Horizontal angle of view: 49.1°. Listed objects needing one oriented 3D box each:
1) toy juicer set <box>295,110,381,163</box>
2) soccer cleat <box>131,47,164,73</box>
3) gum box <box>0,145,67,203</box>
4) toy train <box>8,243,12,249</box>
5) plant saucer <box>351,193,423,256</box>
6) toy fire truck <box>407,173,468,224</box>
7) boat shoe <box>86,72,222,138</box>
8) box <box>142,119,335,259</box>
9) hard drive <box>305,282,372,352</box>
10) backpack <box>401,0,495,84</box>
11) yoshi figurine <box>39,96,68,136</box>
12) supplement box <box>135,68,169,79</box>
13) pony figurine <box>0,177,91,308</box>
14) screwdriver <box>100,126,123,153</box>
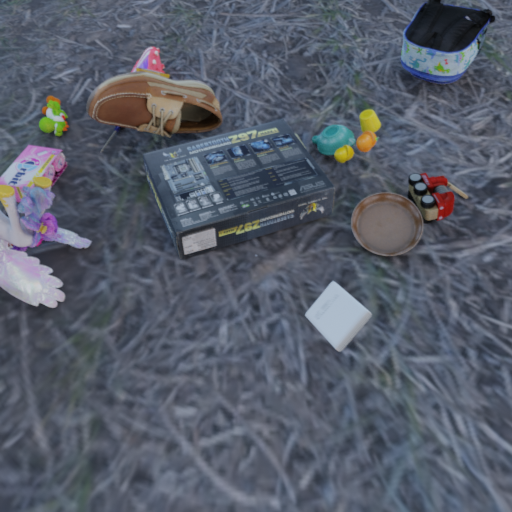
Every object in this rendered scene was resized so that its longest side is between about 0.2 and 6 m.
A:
[{"bbox_3d":[1.820,-2.527,12.977,2.174,0.591,1.383,-13,47,20],"label":"toy juicer set"},{"bbox_3d":[-3.084,-4.775,14.967,1.002,0.874,2.620,-7,47,7],"label":"soccer cleat"},{"bbox_3d":[-4.932,-1.836,12.440,0.851,0.496,1.499,9,48,10],"label":"gum box"},{"bbox_3d":[-5.654,-0.459,11.182,1.804,0.502,1.355,-20,50,-18],"label":"toy train"},{"bbox_3d":[2.620,-0.615,11.278,1.416,0.227,1.416,-2,67,4],"label":"plant saucer"},{"bbox_3d":[3.948,-1.267,11.863,1.244,0.800,1.095,-14,48,1],"label":"toy fire truck"},{"bbox_3d":[-2.143,-3.334,12.682,3.282,1.243,1.178,-14,57,-35],"label":"boat shoe"},{"bbox_3d":[-0.428,-1.533,11.913,3.396,0.866,2.678,-17,50,-14],"label":"box"},{"bbox_3d":[1.361,0.998,9.475,0.804,0.163,1.218,-51,28,4],"label":"hard drive"},{"bbox_3d":[5.000,-5.639,15.165,2.008,1.612,2.194,25,58,22],"label":"backpack"},{"bbox_3d":[-5.115,-3.435,13.874,0.679,0.682,1.213,-25,53,-1],"label":"yoshi figurine"},{"bbox_3d":[-2.585,-3.975,13.612,0.677,1.034,0.534,17,19,15],"label":"supplement box"},{"bbox_3d":[-4.360,-0.421,10.246,2.325,2.408,2.005,18,40,-5],"label":"pony figurine"},{"bbox_3d":[-3.507,-2.976,13.702,0.232,0.222,1.594,-12,40,33],"label":"screwdriver"}]
